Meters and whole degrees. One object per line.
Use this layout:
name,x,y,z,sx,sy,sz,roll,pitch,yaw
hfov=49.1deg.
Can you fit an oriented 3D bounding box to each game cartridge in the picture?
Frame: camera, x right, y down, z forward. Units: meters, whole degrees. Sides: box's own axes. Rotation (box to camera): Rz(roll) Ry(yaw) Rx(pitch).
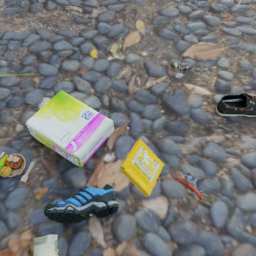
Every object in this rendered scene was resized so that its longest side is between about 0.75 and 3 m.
game cartridge,0.376,0.959,6.887,0.971,0.179,1.102,46,41,-11

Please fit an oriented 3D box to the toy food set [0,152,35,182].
toy food set,-4.105,1.318,9.918,1.404,0.282,0.970,14,59,9

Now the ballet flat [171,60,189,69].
ballet flat,2.304,-2.828,12.590,0.840,0.290,0.299,18,79,11

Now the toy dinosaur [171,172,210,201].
toy dinosaur,1.642,1.562,7.266,1.046,0.549,0.949,-10,11,16

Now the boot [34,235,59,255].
boot,-2.096,3.740,8.237,1.502,0.541,1.162,-3,57,0

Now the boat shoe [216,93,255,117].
boat shoe,4.696,-0.949,11.134,2.258,0.708,0.826,-3,55,-4

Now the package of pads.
package of pads,-2.161,0.006,10.391,2.651,0.904,2.048,31,61,19

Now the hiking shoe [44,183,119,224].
hiking shoe,-1.490,2.409,9.006,2.323,0.864,1.007,-3,46,-11
